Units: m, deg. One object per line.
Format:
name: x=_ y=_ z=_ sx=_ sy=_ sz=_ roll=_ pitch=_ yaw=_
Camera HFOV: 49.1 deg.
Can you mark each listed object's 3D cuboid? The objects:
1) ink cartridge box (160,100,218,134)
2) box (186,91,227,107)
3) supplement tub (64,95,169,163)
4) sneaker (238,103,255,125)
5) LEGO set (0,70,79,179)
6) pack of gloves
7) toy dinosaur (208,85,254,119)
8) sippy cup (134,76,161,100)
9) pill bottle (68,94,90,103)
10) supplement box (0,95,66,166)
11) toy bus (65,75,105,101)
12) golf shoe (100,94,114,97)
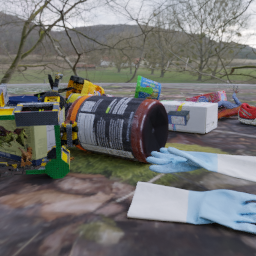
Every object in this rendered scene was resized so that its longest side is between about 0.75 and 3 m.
ink cartridge box: x=2.048 y=-0.472 z=10.482 sx=2.258 sy=0.988 sz=1.641 roll=9 pitch=14 yaw=31
box: x=3.847 y=-1.248 z=13.725 sx=1.740 sy=0.823 sz=0.893 roll=-10 pitch=2 yaw=42
supplement tub: x=-0.510 y=-0.071 z=7.176 sx=2.853 sy=1.526 sz=1.526 roll=8 pitch=14 yaw=32
sneaker: x=5.366 y=-0.550 z=10.798 sx=0.909 sy=1.002 sz=2.359 roll=-10 pitch=15 yaw=-41
LEGO set: x=-2.309 y=-0.011 z=5.771 sx=2.613 sy=2.009 sz=1.514 roll=-9 pitch=29 yaw=-6
pack of gloves: x=1.226 y=0.779 z=4.509 sx=2.155 sy=0.425 sz=1.810 roll=4 pitch=29 yaw=15
toy dinosaur: x=4.685 y=-0.670 z=12.691 sx=2.409 sy=1.394 sz=2.654 roll=9 pitch=45 yaw=3
sippy cup: x=1.373 y=-2.594 z=19.473 sx=1.720 sy=1.843 sz=2.347 roll=10 pitch=42 yaw=1
pill bottle: x=-2.224 y=-1.282 z=14.536 sx=1.692 sy=0.948 sz=0.948 roll=6 pitch=13 yaw=27
supplement box: x=-2.416 y=-0.008 z=6.936 sx=1.480 sy=1.479 sz=0.994 roll=7 pitch=14 yaw=31
toy bus: x=-2.300 y=-2.000 z=16.923 sx=2.502 sy=1.768 sz=2.606 roll=12 pitch=6 yaw=-31
golf shoe: x=-0.552 y=-0.898 z=12.962 sx=1.263 sy=0.996 sz=2.744 roll=9 pitch=13 yaw=-28
